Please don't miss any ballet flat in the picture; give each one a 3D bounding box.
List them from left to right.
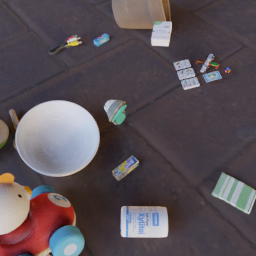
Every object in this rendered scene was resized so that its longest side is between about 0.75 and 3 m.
[{"bbox_3d":[-0.398,-0.468,7.590,0.573,1.798,0.606,40,84,5],"label":"ballet flat"}]

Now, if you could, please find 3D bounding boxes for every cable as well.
[{"bbox_3d":[-3.012,-3.941,13.093,1.613,0.406,0.783,-23,57,-16],"label":"cable"}]

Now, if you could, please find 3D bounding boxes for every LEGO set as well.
[{"bbox_3d":[3.216,-2.431,12.094,2.131,0.523,1.592,-15,56,2],"label":"LEGO set"}]

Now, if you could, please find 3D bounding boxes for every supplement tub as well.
[{"bbox_3d":[0.445,2.655,7.950,1.284,0.847,0.847,0,54,1],"label":"supplement tub"}]

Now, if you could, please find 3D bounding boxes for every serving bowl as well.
[{"bbox_3d":[-2.313,0.425,9.415,2.655,0.873,2.655,5,62,-10],"label":"serving bowl"}]

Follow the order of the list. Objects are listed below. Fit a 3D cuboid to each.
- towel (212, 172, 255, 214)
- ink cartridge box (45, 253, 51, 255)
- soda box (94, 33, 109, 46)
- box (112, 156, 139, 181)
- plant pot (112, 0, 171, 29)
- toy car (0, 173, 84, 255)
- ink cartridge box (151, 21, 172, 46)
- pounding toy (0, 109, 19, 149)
[{"bbox_3d":[3.378,2.048,8.846,1.208,0.141,0.921,27,58,20],"label":"towel"},{"bbox_3d":[-2.402,3.883,7.234,1.105,0.528,1.258,34,61,23],"label":"ink cartridge box"},{"bbox_3d":[-1.263,-4.217,13.391,0.767,0.260,0.246,-39,62,-24],"label":"soda box"},{"bbox_3d":[-0.073,1.324,9.278,0.907,0.292,0.318,-35,61,-24],"label":"box"},{"bbox_3d":[0.624,-5.851,13.391,2.423,2.778,2.778,-6,51,19],"label":"plant pot"},{"bbox_3d":[-2.695,2.006,6.878,2.318,2.620,2.415,-30,35,-20],"label":"toy car"},{"bbox_3d":[1.377,-3.863,11.482,0.721,0.416,0.987,7,66,12],"label":"ink cartridge box"},{"bbox_3d":[-4.951,0.531,9.491,2.849,1.322,2.199,-9,41,-41],"label":"pounding toy"}]
